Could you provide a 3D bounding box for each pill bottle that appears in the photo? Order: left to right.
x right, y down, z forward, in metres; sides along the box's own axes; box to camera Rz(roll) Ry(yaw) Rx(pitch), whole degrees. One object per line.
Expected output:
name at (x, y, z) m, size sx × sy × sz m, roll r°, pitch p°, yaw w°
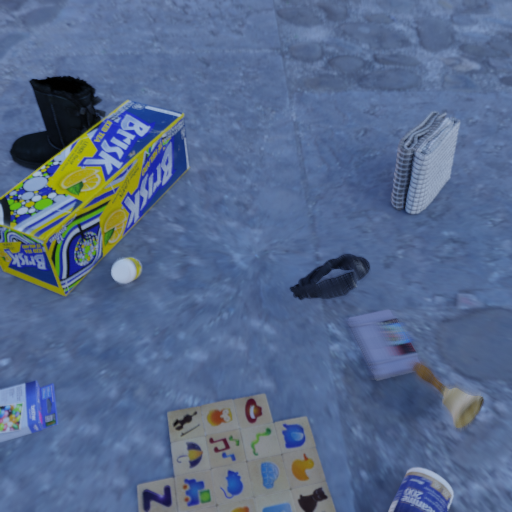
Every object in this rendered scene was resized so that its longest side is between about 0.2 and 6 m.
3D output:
pill bottle at (-2.225, 0.252, 9.561) m, size 0.409 × 0.409 × 0.734 m, roll 1°, pitch 5°, yaw 1°
pill bottle at (1.885, 3.152, 6.678) m, size 0.603 × 0.603 × 1.087 m, roll 24°, pitch 49°, yaw 23°

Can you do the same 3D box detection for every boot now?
boot at (-4.293, -2.767, 11.782) m, size 2.449 × 2.007 × 0.906 m, roll 13°, pitch 46°, yaw 14°

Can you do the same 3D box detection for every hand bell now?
hand bell at (2.563, 1.838, 7.806) m, size 0.542 × 0.542 × 1.040 m, roll -24°, pitch 42°, yaw -23°

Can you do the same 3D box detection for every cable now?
cable at (1.134, 0.325, 8.960) m, size 1.326 × 0.337 × 1.082 m, roll -18°, pitch 22°, yaw 30°

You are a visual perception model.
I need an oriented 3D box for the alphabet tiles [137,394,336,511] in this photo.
alphabet tiles at (-0.264, 3.116, 7.082) m, size 2.418 × 0.109 × 2.892 m, roll -9°, pitch 45°, yaw -8°

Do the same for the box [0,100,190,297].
box at (-2.984, -1.310, 10.718) m, size 1.508 × 1.384 × 4.305 m, roll 18°, pitch 47°, yaw 18°

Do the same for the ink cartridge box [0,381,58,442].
ink cartridge box at (-3.485, 2.219, 7.909) m, size 1.241 × 0.260 × 0.741 m, roll -12°, pitch 46°, yaw -15°

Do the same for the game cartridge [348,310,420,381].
game cartridge at (2.013, 1.366, 8.822) m, size 0.759 × 0.225 × 1.171 m, roll -14°, pitch 46°, yaw -8°

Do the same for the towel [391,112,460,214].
towel at (3.365, -1.908, 11.286) m, size 0.772 × 1.494 × 1.804 m, roll 23°, pitch 48°, yaw 28°
